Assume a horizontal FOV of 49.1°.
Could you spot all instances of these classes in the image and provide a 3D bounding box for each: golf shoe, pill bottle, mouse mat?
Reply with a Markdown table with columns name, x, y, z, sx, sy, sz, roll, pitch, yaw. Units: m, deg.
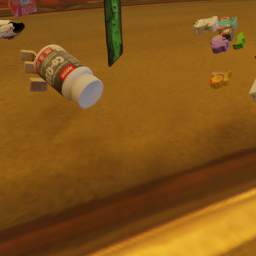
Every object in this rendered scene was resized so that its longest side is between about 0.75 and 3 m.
| name | x | y | z | sx | sy | sz | roll | pitch | yaw |
| --- | --- | --- | --- | --- | --- | --- | --- | --- | --- |
| golf shoe | -2.951 | -2.304 | 6.460 | 0.574 | 0.453 | 1.247 | -15 | 15 | 29 |
| pill bottle | -1.471 | -1.277 | 6.977 | 1.664 | 0.947 | 0.947 | 39 | 49 | 22 |
| mouse mat | -0.289 | -2.331 | 5.887 | 0.069 | 1.825 | 1.469 | 4 | 27 | 10 |

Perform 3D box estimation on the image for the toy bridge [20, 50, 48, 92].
| name | x | y | z | sx | sy | sz | roll | pitch | yaw |
| --- | --- | --- | --- | --- | --- | --- | --- | --- | --- |
| toy bridge | -2.886 | -1.929 | 9.099 | 0.916 | 0.371 | 2.726 | -1 | 33 | -26 |

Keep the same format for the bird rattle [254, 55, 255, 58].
| name | x | y | z | sx | sy | sz | roll | pitch | yaw |
| --- | --- | --- | --- | --- | --- | --- | --- | --- | --- |
| bird rattle | 2.869 | -1.800 | 5.390 | 1.033 | 1.267 | 0.714 | -9 | 70 | -35 |

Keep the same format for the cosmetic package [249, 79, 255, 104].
| name | x | y | z | sx | sy | sz | roll | pitch | yaw |
| --- | --- | --- | --- | --- | --- | --- | --- | --- | --- |
| cosmetic package | 3.932 | -1.254 | 7.403 | 0.895 | 0.644 | 1.587 | -18 | 28 | 52 |

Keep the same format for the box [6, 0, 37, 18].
| name | x | y | z | sx | sy | sz | roll | pitch | yaw |
| --- | --- | --- | --- | --- | --- | --- | --- | --- | --- |
| box | -3.263 | -4.125 | 8.284 | 0.754 | 1.470 | 0.696 | -27 | 75 | -20 |

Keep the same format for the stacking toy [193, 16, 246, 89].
| name | x | y | z | sx | sy | sz | roll | pitch | yaw |
| --- | --- | --- | --- | --- | --- | --- | --- | --- | --- |
| stacking toy | 2.714 | -2.679 | 8.030 | 0.603 | 1.934 | 2.565 | 5 | 51 | 37 |
